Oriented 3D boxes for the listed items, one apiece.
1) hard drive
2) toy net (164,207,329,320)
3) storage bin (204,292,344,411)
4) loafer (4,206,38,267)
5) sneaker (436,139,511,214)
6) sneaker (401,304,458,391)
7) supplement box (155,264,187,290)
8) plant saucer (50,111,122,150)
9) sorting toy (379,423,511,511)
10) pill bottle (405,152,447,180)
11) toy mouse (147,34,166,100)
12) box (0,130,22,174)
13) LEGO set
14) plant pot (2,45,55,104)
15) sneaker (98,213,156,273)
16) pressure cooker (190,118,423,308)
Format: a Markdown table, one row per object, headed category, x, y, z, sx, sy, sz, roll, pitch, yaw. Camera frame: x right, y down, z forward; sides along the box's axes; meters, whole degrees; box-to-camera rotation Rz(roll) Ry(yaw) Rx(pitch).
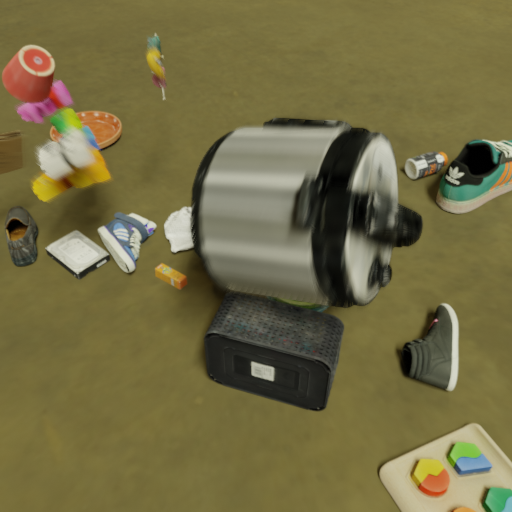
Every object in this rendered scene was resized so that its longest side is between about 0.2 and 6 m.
| category | x | y | z | sx | sy | sz | roll | pitch | yaw |
| --- | --- | --- | --- | --- | --- | --- | --- | --- | --- |
| hard drive | -3.725 | -0.041 | 11.688 | 1.159 | 0.219 | 0.810 | 32 | 51 | 30 |
| toy net | -0.027 | -0.283 | 11.466 | 4.504 | 0.870 | 2.363 | 31 | 52 | 29 |
| storage bin | 0.289 | 1.556 | 9.134 | 2.054 | 1.388 | 0.963 | 12 | 45 | 13 |
| loafer | -5.032 | -0.581 | 11.936 | 0.654 | 0.649 | 1.796 | -18 | 46 | -17 |
| sneaker | 5.553 | -2.191 | 13.164 | 3.246 | 1.297 | 1.159 | -32 | 52 | -29 |
| sneaker | 3.005 | 1.469 | 9.780 | 0.866 | 0.617 | 1.746 | 11 | 48 | 5 |
| supplement box | -1.708 | 0.409 | 11.203 | 0.674 | 0.232 | 0.224 | 24 | 46 | 27 |
| plant saucer | -4.562 | -3.319 | 15.100 | 1.865 | 0.301 | 1.865 | 1 | 44 | -1 |
| sorting toy | 2.973 | 3.377 | 7.977 | 1.846 | 0.337 | 1.709 | -19 | 46 | -18 |
| pill bottle | 4.212 | -2.259 | 13.797 | 1.001 | 0.532 | 0.532 | -19 | 47 | -19 |
| toy mouse | -1.923 | -3.717 | 10.772 | 0.251 | 1.295 | 1.151 | -7 | 34 | -4 |
| box | -5.170 | -1.923 | 10.945 | 1.161 | 1.420 | 0.151 | -23 | 81 | -27 |
| LEGO set | -3.763 | -1.923 | 10.579 | 1.376 | 1.279 | 3.352 | -30 | 41 | -4 |
| plant pot | -3.531 | -2.893 | 8.822 | 0.756 | 0.669 | 0.756 | 14 | 64 | -31 |
| sneaker | -2.537 | -0.374 | 11.732 | 1.129 | 0.621 | 1.542 | -28 | 45 | -21 |
| pressure cooker | 0.879 | -0.566 | 8.124 | 2.945 | 2.630 | 2.590 | 8 | 42 | 30 |
